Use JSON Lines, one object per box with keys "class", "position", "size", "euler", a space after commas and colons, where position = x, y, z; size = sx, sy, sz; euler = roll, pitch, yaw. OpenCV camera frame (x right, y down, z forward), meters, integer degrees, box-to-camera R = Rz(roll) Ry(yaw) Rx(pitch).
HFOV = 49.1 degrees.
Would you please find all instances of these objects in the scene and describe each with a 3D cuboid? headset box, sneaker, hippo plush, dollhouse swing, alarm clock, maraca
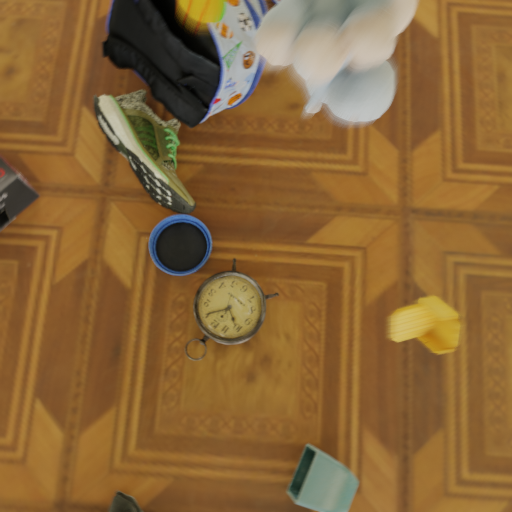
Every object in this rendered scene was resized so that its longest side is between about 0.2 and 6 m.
{"class": "headset box", "position": [-5.810, -1.357, 10.588], "size": [2.164, 1.123, 2.908], "euler": [-44, 78, -10]}
{"class": "sneaker", "position": [-2.671, 5.997, 8.746], "size": [2.058, 1.185, 3.946], "euler": [36, 73, 7]}
{"class": "hippo plush", "position": [0.963, -2.790, 7.987], "size": [1.988, 2.006, 2.496], "euler": [-40, 58, -15]}
{"class": "dollhouse swing", "position": [2.219, 0.992, 7.406], "size": [0.611, 0.695, 0.631], "euler": [-24, 41, -18]}
{"class": "alarm clock", "position": [-0.599, 1.107, 10.215], "size": [1.303, 0.643, 1.932], "euler": [39, 77, 9]}
{"class": "sneaker", "position": [-1.907, -2.173, 10.883], "size": [1.318, 1.144, 2.976], "euler": [-34, 81, -18]}
{"class": "maraca", "position": [-0.867, -3.849, 7.984], "size": [0.791, 1.154, 0.617], "euler": [3, 52, 39]}

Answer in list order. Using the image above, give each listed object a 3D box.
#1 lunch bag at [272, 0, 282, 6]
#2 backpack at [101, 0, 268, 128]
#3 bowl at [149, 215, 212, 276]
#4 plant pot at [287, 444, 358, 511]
{"class": "lunch bag", "position": [1.383, -6.703, 11.929], "size": [3.146, 1.189, 2.521], "euler": [-40, 77, -8]}
{"class": "backpack", "position": [-1.207, -4.102, 10.459], "size": [2.437, 3.164, 3.014], "euler": [-27, 80, -27]}
{"class": "bowl", "position": [-1.447, -0.192, 10.751], "size": [1.200, 0.236, 1.200], "euler": [0, 76, 0]}
{"class": "plant pot", "position": [1.172, 3.825, 9.433], "size": [0.913, 0.894, 0.897], "euler": [25, 77, -1]}
